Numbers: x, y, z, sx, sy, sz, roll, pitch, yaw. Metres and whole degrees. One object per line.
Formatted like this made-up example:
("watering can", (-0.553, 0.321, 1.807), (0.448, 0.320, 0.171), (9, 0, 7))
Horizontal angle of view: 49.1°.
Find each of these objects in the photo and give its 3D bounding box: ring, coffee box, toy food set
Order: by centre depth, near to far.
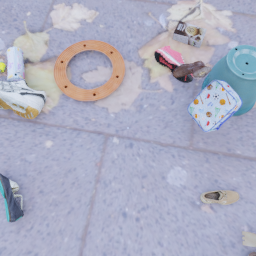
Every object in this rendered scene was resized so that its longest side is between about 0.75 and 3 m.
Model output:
("toy food set", (4.162, 4.785, 8.335), (2.013, 0.585, 2.916), (13, 61, -2))
("ring", (-1.584, -2.390, 11.613), (2.962, 0.284, 2.962), (-1, 69, 1))
("coffee box", (2.702, -4.124, 12.328), (1.281, 0.511, 0.724), (21, 67, 9))

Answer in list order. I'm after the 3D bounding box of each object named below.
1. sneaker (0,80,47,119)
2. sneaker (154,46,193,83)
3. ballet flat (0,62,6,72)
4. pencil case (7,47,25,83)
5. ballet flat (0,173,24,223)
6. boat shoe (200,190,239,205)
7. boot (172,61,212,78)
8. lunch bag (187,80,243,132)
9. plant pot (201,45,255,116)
("sneaker", (-4.524, -1.361, 10.918), (2.864, 1.083, 1.256), (24, 55, 4))
("sneaker", (2.047, -2.744, 11.574), (0.884, 0.751, 2.038), (-38, 71, -17))
("ballet flat", (-5.827, -2.438, 11.602), (1.465, 0.489, 0.491), (-7, 74, -5))
("pencil case", (-4.612, -2.526, 11.481), (0.672, 0.733, 1.616), (-9, 65, -7))
("ballet flat", (-3.932, 2.270, 9.422), (0.672, 0.672, 1.840), (-25, 62, -11))
("boat shoe", (3.136, 2.330, 9.438), (1.322, 0.427, 0.471), (-4, 66, -2))
("boot", (2.021, -1.785, 8.992), (1.131, 0.390, 1.214), (-23, 23, 13))
("lunch bag", (2.868, -0.678, 9.351), (0.626, 1.656, 1.327), (-10, 57, -48))
("plant pot", (4.078, -1.873, 10.453), (2.202, 2.069, 2.202), (0, 65, 0))
